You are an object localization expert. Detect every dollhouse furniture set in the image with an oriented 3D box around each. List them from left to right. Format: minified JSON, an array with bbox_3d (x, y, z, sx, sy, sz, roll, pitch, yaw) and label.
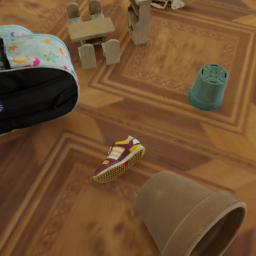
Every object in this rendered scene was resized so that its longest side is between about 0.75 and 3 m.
[{"bbox_3d":[-0.628,-3.231,8.395,2.363,1.570,2.071,-15,59,-9],"label":"dollhouse furniture set"}]

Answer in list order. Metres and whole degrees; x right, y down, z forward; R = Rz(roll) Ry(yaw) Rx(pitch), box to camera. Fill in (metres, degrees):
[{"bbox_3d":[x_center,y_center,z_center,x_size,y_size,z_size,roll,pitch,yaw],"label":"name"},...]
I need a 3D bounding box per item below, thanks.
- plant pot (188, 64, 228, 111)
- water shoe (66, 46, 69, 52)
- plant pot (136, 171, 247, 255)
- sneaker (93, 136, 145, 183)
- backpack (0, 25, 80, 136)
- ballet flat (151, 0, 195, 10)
[{"bbox_3d":[2.162,-1.114,7.432,0.982,0.962,0.982,0,59,0],"label":"plant pot"},{"bbox_3d":[-2.060,-2.084,8.481,0.364,0.330,0.923,-4,55,32],"label":"water shoe"},{"bbox_3d":[1.030,1.664,5.362,1.845,1.845,1.609,-33,47,-19],"label":"plant pot"},{"bbox_3d":[-0.302,0.718,6.587,1.412,0.529,0.636,-30,56,-25],"label":"sneaker"},{"bbox_3d":[-2.592,-1.079,6.564,2.752,2.443,2.072,-11,63,-12],"label":"backpack"},{"bbox_3d":[1.448,-4.449,9.860,1.788,0.614,0.564,10,86,9],"label":"ballet flat"}]
